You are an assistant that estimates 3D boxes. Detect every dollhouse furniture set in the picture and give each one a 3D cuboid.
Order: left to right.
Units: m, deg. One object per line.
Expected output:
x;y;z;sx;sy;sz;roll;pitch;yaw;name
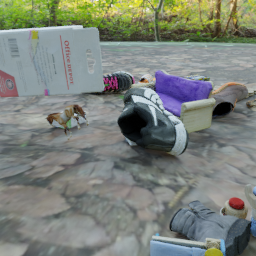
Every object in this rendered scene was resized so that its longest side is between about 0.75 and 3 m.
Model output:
0.347;1.567;2.626;1.041;1.103;0.720;5;20;12;dollhouse furniture set

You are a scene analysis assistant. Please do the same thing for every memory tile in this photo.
4.489;-1.595;12.285;2.402;0.202;1.841;-18;27;-41;memory tile

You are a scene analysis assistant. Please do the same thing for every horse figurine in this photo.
-1.496;-0.235;7.138;1.260;0.835;0.315;-34;-5;33;horse figurine

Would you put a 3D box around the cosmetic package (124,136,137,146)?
0.409;0.201;7.485;0.904;0.234;0.682;-6;24;-15;cosmetic package

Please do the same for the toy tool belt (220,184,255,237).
2.119;1.145;3.958;0.955;0.940;1.530;-18;27;-40;toy tool belt

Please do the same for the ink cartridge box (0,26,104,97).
-1.965;-1.723;7.204;2.793;1.627;0.943;-1;23;7;ink cartridge box

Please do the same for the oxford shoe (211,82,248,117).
3.325;-0.845;9.589;2.704;0.964;0.986;-19;45;-28;oxford shoe

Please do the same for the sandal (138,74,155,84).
1.028;-2.550;14.414;0.632;0.472;1.649;11;23;28;sandal

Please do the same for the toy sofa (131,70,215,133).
1.300;-0.951;8.912;1.183;1.394;2.856;-12;24;-29;toy sofa

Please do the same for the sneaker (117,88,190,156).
0.274;-0.357;7.176;1.348;0.990;2.979;4;28;-26;sneaker

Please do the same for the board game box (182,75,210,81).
3.496;-2.480;14.460;1.128;0.320;0.932;-13;22;-30;board game box

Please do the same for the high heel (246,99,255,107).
4.841;-0.949;10.313;0.924;0.330;0.659;-9;9;23;high heel

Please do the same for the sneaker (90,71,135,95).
-0.982;-1.893;12.109;2.526;0.932;1.105;3;22;17;sneaker

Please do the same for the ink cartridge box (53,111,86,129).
-1.793;-0.296;8.599;0.625;0.361;0.859;14;25;33;ink cartridge box

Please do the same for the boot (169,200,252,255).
0.945;1.513;3.785;0.977;0.518;1.485;12;14;40;boot
